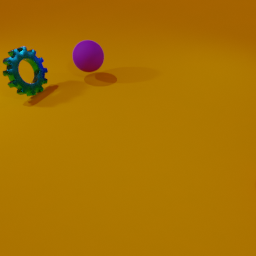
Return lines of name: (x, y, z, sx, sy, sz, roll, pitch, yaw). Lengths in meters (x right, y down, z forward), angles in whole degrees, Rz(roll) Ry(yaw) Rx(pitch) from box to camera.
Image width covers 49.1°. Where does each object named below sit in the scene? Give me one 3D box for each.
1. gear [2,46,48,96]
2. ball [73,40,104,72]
gear: (-2.962, -1.641, 8.184, 0.257, 1.387, 1.387, -4, 31, 32)
ball: (-1.269, -2.294, 8.982, 1.003, 1.003, 1.003, 0, 37, 0)
